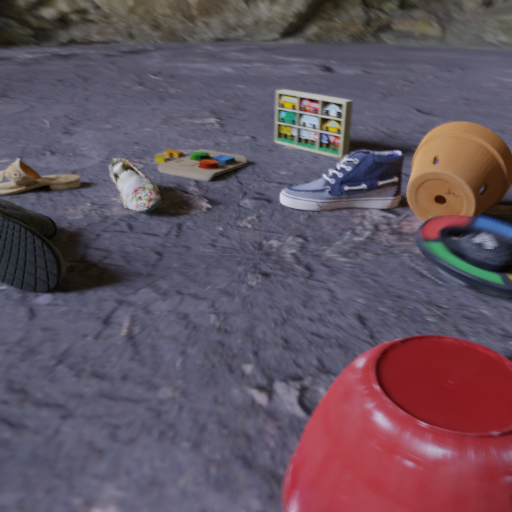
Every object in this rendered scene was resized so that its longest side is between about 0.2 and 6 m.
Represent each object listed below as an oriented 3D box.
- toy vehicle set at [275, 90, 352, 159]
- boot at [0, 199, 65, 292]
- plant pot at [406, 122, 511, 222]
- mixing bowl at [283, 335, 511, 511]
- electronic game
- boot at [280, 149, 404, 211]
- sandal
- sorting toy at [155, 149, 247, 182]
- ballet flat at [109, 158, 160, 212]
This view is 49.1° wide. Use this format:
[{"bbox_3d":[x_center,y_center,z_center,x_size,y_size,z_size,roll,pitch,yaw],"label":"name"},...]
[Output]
[{"bbox_3d":[1.577,-3.792,15.994,2.509,1.559,0.333,23,34,39],"label":"toy vehicle set"},{"bbox_3d":[-4.108,-0.420,9.735,3.000,1.016,1.960,22,16,16],"label":"boot"},{"bbox_3d":[3.852,-1.439,11.024,1.973,1.973,1.381,18,47,32],"label":"plant pot"},{"bbox_3d":[1.621,1.666,4.936,2.711,1.468,2.711,1,27,0],"label":"mixing bowl"},{"bbox_3d":[3.796,-0.060,9.233,2.324,0.484,2.324,7,32,-4],"label":"electronic game"},{"bbox_3d":[1.841,-1.692,12.090,2.647,1.196,0.963,-2,26,-5],"label":"boot"},{"bbox_3d":[-5.344,-1.925,13.076,2.294,0.754,0.841,-6,27,-12],"label":"sandal"},{"bbox_3d":[-1.699,-2.533,14.810,2.452,0.328,1.827,14,29,27],"label":"sorting toy"},{"bbox_3d":[-2.765,-1.581,12.191,0.855,0.723,2.261,-43,35,-7],"label":"ballet flat"}]
